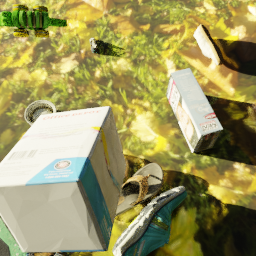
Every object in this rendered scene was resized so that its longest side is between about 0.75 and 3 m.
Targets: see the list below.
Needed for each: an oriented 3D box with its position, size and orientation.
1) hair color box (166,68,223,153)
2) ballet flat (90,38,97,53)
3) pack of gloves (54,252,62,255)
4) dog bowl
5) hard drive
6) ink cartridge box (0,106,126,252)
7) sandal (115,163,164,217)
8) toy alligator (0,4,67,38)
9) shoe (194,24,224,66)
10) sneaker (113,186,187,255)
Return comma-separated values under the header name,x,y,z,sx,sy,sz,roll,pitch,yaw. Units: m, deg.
name,x,y,z,sx,sy,sz,roll,pitch,yaw
hair color box,2.284,-0.646,10.118,0.829,1.353,2.733,-15,61,-9
ballet flat,-1.545,-3.803,12.564,0.348,0.348,0.953,-7,60,-4
pack of gloves,-2.014,4.160,8.006,0.759,0.178,0.903,25,63,13
dog bowl,-3.248,-0.460,10.552,1.174,0.433,1.174,0,59,0
hard drive,-4.148,3.487,8.232,2.411,0.456,1.685,-21,62,-11
ink cartridge box,-1.325,1.039,6.363,1.973,1.964,2.689,-6,30,14
sandal,0.159,1.957,8.998,2.460,0.671,1.005,-28,63,-15
toy alligator,-2.955,-2.851,7.374,2.620,0.711,0.777,0,99,-8
shoe,3.530,-3.554,12.319,0.789,0.602,2.256,12,52,-44
sneaker,0.821,2.934,8.386,1.151,1.120,2.890,44,74,4
